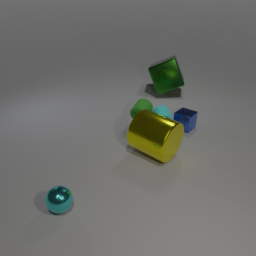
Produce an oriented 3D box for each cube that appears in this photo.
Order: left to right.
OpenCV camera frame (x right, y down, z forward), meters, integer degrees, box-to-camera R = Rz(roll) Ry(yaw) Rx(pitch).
[{"bbox_3d":[1.947,-2.684,14.085,1.400,1.400,1.400,-18,16,16],"label":"cube"},{"bbox_3d":[2.282,-0.321,11.186,0.700,0.700,0.700,21,35,33],"label":"cube"}]

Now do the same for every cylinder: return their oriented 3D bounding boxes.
[{"bbox_3d":[0.537,-0.697,11.035,0.700,0.700,0.700,13,43,22],"label":"cylinder"},{"bbox_3d":[0.918,0.244,9.320,1.400,1.400,1.400,25,37,31],"label":"cylinder"},{"bbox_3d":[1.351,-0.424,10.982,0.700,0.700,0.700,-4,41,-7],"label":"cylinder"}]

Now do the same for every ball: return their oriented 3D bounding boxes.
[{"bbox_3d":[-1.773,1.835,7.215,0.700,0.700,0.700,0,29,0],"label":"ball"}]
